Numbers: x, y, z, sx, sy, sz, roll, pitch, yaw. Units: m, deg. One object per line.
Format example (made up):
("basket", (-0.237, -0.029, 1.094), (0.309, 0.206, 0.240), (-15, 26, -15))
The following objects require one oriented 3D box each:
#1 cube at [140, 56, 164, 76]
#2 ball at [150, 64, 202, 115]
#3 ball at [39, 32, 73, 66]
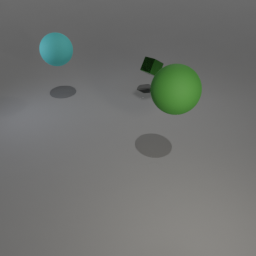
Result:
("cube", (1.151, -2.955, 13.517), (0.700, 0.700, 0.700), (14, 12, -44))
("ball", (1.319, -1.063, 7.739), (1.400, 1.400, 1.400), (0, 33, 0))
("ball", (-3.082, -3.376, 12.063), (1.400, 1.400, 1.400), (0, 33, 0))
